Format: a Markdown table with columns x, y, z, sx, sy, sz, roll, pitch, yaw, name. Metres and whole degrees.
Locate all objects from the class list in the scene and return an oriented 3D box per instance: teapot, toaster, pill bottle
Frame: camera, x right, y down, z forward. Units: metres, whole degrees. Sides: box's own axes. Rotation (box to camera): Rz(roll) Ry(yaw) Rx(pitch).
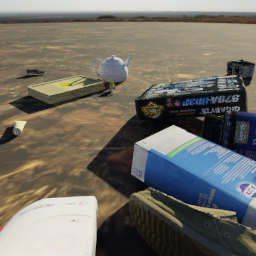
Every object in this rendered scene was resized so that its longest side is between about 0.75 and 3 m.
| x | y | z | sx | sy | sz | roll | pitch | yaw | name |
| --- | --- | --- | --- | --- | --- | --- | --- | --- | --- |
| -0.694 | -2.701 | 12.521 | 1.436 | 1.063 | 1.455 | 9 | 27 | 20 | teapot |
| 5.384 | -2.846 | 13.332 | 1.087 | 0.645 | 0.983 | -11 | 27 | -23 | toaster |
| 2.665 | 0.208 | 6.188 | 1.979 | 1.107 | 1.107 | 7 | 26 | 16 | pill bottle |

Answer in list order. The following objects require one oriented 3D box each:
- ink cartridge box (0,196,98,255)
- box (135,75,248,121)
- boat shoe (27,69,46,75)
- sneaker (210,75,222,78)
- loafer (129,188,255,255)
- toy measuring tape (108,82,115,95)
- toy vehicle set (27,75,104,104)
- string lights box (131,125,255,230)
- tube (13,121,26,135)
| x | y | z | sx | sy | sz | roll | pitch | yaw | name |
| --- | --- | --- | --- | --- | --- | --- | --- | --- | --- |
| -1.563 | 1.468 | 3.545 | 2.298 | 0.656 | 1.868 | 2 | 7 | -5 | ink cartridge box |
| 1.904 | -0.935 | 8.337 | 2.929 | 0.674 | 2.328 | -3 | 18 | 19 | box |
| -4.409 | -2.708 | 13.452 | 0.895 | 0.290 | 0.322 | -6 | 25 | -12 | boat shoe |
| 3.442 | -1.493 | 10.431 | 0.821 | 0.699 | 1.801 | -16 | 28 | -23 | sneaker |
| 1.029 | 1.465 | 3.782 | 2.277 | 0.866 | 0.768 | 27 | 43 | 27 | loafer |
| -0.628 | -1.494 | 10.987 | 0.303 | 0.303 | 0.824 | -1 | 47 | -3 | toy measuring tape |
| -2.368 | -1.551 | 10.895 | 2.498 | 0.331 | 1.552 | -23 | 33 | -40 | toy vehicle set |
| 1.410 | 0.860 | 4.860 | 2.500 | 0.737 | 1.284 | 27 | 34 | 35 | string lights box |
| -3.052 | -0.048 | 7.849 | 0.220 | 0.246 | 0.849 | -41 | 26 | 3 | tube |
